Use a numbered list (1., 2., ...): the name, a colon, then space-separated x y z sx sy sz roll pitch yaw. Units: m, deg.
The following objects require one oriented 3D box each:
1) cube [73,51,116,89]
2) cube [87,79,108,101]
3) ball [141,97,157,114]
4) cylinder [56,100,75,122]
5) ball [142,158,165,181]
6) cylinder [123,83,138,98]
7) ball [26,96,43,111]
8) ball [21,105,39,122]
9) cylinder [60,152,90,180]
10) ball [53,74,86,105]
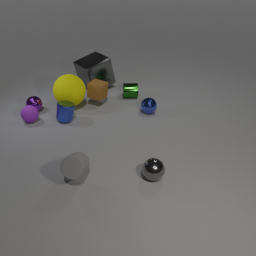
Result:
1. cube: -1.675 -2.814 14.138 1.400 1.400 1.400 -33 43 -23
2. cube: -1.361 -1.720 12.606 0.700 0.700 0.700 18 32 18
3. ball: 0.903 -0.966 12.091 0.700 0.700 0.700 0 32 0
4. cylinder: -2.580 -0.688 11.529 0.700 0.700 0.700 11 25 -5
5. ball: 0.780 1.260 8.539 0.700 0.700 0.700 0 32 0
6. cylinder: 0.120 -1.799 13.419 0.700 0.700 0.700 -2 32 -2
7. ball: -4.096 -1.049 12.223 0.700 0.700 0.700 0 32 0
8. ball: -4.022 -0.578 11.466 0.700 0.700 0.700 0 32 0
9. cylinder: -1.555 1.100 8.289 0.700 0.700 0.700 4 5 6
10. ball: -2.564 -1.646 12.283 1.400 1.400 1.400 0 32 0
